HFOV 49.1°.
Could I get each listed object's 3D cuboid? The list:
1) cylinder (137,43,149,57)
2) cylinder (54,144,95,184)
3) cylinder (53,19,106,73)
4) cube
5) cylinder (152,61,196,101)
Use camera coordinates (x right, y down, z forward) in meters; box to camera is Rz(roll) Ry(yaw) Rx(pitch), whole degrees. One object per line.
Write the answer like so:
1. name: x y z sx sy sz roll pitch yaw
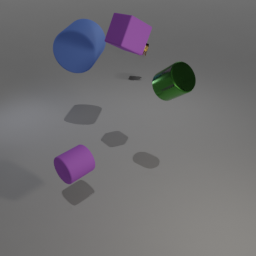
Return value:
1. cylinder: 0.664 -4.168 14.689 0.700 0.700 0.700 17 29 -5
2. cylinder: -1.245 0.839 6.531 0.700 0.700 0.700 25 41 37
3. cylinder: -1.566 -2.725 9.262 1.400 1.400 1.400 5 35 8
4. cube: 0.002 -2.214 6.616 0.700 0.700 0.700 10 15 -44
5. cylinder: 1.013 -1.026 6.228 0.700 0.700 0.700 -21 1 -33
